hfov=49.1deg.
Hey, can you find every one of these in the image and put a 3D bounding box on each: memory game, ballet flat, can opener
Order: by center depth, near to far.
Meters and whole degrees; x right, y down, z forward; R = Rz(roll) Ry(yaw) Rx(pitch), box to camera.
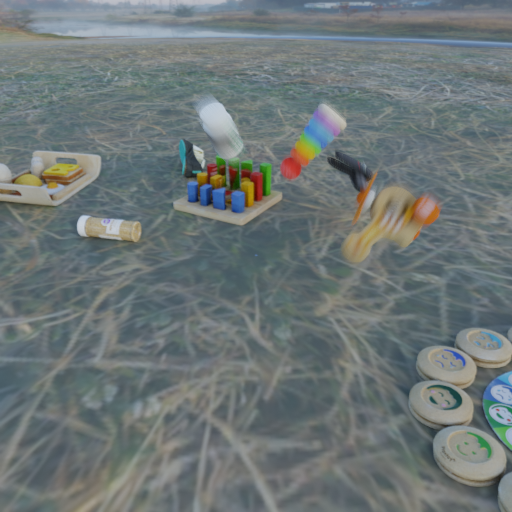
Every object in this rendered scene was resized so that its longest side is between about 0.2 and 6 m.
[{"bbox_3d":[3.683,1.863,6.440,3.778,0.241,3.778,0,26,0],"label":"memory game"},{"bbox_3d":[1.965,-1.791,11.464,1.452,0.460,0.571,26,34,-48],"label":"can opener"},{"bbox_3d":[-1.695,-2.543,14.843,0.617,0.614,1.805,3,36,-14],"label":"ballet flat"}]

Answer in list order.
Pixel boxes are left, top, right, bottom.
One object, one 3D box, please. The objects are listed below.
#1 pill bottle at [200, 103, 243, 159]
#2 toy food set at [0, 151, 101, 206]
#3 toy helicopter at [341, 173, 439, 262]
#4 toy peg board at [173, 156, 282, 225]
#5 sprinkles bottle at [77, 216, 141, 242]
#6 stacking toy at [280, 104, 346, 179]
[{"bbox_3d":[-0.589,-2.097,9.409,0.493,0.872,0.493,-12,52,15],"label":"pill bottle"},{"bbox_3d":[-5.187,-1.998,13.410,1.940,0.817,2.703,6,27,11],"label":"toy food set"},{"bbox_3d":[1.858,-0.534,8.568,1.176,0.702,1.779,47,57,9],"label":"toy helicopter"},{"bbox_3d":[-0.619,-1.564,12.487,1.816,0.888,1.808,14,30,27],"label":"toy peg board"},{"bbox_3d":[-2.878,-0.533,10.988,1.196,0.408,0.408,6,28,11],"label":"sprinkles bottle"},{"bbox_3d":[1.002,-2.134,10.736,0.646,1.514,0.646,39,12,-10],"label":"stacking toy"}]
